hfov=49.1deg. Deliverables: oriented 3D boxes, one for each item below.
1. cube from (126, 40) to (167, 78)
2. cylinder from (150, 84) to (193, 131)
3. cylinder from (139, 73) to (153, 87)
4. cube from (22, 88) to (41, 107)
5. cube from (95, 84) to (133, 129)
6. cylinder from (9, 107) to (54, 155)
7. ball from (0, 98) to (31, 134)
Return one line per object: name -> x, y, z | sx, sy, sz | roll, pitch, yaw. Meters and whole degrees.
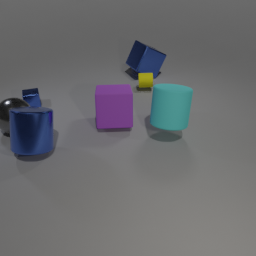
cube -> 0.968, -3.778, 15.403 | 1.400, 1.400, 1.400 | 12, 23, -34
cylinder -> 1.542, -0.782, 10.087 | 1.400, 1.400, 1.400 | 4, 19, -1
cylinder -> 0.881, -2.378, 13.931 | 0.700, 0.700, 0.700 | -1, 33, 3
cube -> -4.337, -1.314, 12.616 | 0.700, 0.700, 0.700 | -11, 34, -15
cube -> -0.551, -0.881, 11.100 | 1.400, 1.400, 1.400 | -2, 23, -3
cylinder -> -3.251, 0.055, 9.498 | 1.400, 1.400, 1.400 | 3, 12, -1
ball -> -4.309, -0.455, 10.636 | 1.400, 1.400, 1.400 | 0, 33, 0
